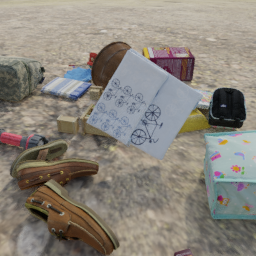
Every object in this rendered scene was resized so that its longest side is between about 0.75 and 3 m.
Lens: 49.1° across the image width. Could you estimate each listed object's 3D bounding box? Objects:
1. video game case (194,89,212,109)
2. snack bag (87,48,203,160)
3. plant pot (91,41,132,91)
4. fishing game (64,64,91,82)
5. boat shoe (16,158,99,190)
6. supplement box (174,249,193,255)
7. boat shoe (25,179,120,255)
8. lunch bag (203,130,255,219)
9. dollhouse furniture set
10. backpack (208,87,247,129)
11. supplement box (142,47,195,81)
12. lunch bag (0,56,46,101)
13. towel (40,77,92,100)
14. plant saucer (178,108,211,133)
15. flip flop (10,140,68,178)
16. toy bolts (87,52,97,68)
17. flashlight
[{"bbox_3d":[3.057,-1.310,12.254,2.466,0.220,1.765,6,30,-23],"label":"video game case"},{"bbox_3d":[0.567,-0.608,8.890,2.875,2.711,0.308,31,5,-9],"label":"snack bag"},{"bbox_3d":[0.043,-2.235,12.528,2.501,2.501,2.475,-23,47,-31],"label":"plant pot"},{"bbox_3d":[-2.596,-2.773,15.042,1.656,0.359,2.312,-6,42,-5],"label":"fishing game"},{"bbox_3d":[-2.053,1.413,8.369,2.408,0.867,0.813,-2,66,-16],"label":"boat shoe"},{"bbox_3d":[1.296,3.123,5.900,0.394,0.508,0.920,-8,35,-13],"label":"supplement box"},{"bbox_3d":[-1.450,2.327,6.808,2.851,1.026,0.969,20,43,40],"label":"boat shoe"},{"bbox_3d":[3.588,1.242,7.729,2.765,1.686,2.355,-1,32,8],"label":"lunch bag"},{"bbox_3d":[-1.353,-0.932,10.574,2.434,2.152,1.353,9,34,12],"label":"dollhouse furniture set"},{"bbox_3d":[3.856,-0.771,10.963,1.406,1.193,1.584,5,66,8],"label":"backpack"},{"bbox_3d":[2.114,-3.477,15.170,2.607,1.345,1.707,-1,33,-1],"label":"supplement box"},{"bbox_3d":[-5.600,-2.570,13.336,2.645,1.843,2.219,9,35,12],"label":"lunch bag"},{"bbox_3d":[-3.042,-1.985,13.852,2.109,0.251,1.549,13,39,18],"label":"towel"},{"bbox_3d":[1.968,-0.628,11.596,2.213,0.536,2.213,-9,34,-14],"label":"plant saucer"},{"bbox_3d":[-2.765,1.013,8.994,2.058,0.834,0.592,-23,54,-39],"label":"flip flop"},{"bbox_3d":[-1.424,-3.257,15.507,1.723,1.195,1.646,17,77,10],"label":"toy bolts"},{"bbox_3d":[-3.960,0.421,9.797,2.285,0.774,0.776,11,36,14],"label":"flashlight"}]
